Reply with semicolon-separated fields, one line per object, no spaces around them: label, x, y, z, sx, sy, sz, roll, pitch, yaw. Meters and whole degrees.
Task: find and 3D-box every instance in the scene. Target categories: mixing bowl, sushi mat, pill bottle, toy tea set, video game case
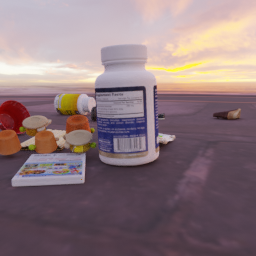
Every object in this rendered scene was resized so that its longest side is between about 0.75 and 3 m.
mixing bowl;-3.738;-0.263;8.884;0.603;1.113;1.113;-21;-3;32
sushi mat;-2.127;0.289;7.967;1.193;0.151;2.495;-1;9;2
pill bottle;-0.027;-0.489;5.800;1.281;2.306;1.281;-2;8;0
pill bottle;-2.730;-1.223;14.519;1.994;1.089;1.089;3;10;23
toy tea set;-1.815;0.321;6.473;2.236;0.827;1.329;0;31;-1
video game case;-1.369;0.725;5.208;1.128;0.142;1.576;-1;9;-8

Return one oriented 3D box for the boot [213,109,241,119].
boot;4.639;-0.684;13.078;1.072;0.466;1.289;8;15;32

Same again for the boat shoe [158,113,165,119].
boat shoe;1.272;-0.562;12.894;0.898;0.304;0.323;3;11;29

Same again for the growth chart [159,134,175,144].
growth chart;0.588;0.226;7.612;1.300;0.159;1.797;10;5;18

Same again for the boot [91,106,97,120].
boot;-0.662;-0.646;12.407;1.538;0.611;1.766;3;7;23
